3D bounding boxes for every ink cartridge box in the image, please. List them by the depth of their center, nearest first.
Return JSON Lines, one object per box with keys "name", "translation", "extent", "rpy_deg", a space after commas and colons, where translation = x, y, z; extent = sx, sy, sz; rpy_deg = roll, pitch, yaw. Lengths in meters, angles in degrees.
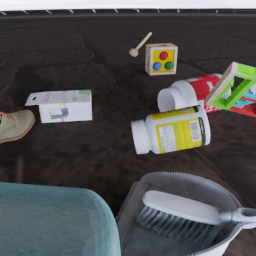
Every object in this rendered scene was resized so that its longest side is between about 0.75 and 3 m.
{"name": "ink cartridge box", "translation": [-1.876, -0.612, 7.811], "extent": [1.700, 0.572, 0.996], "rpy_deg": [-3, 27, -6]}

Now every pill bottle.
{"name": "pill bottle", "translation": [0.828, 0.061, 5.608], "extent": [1.437, 0.821, 0.821], "rpy_deg": [-11, 27, 5]}
{"name": "pill bottle", "translation": [1.814, -0.854, 7.748], "extent": [1.886, 1.059, 1.059], "rpy_deg": [-15, 31, -26]}

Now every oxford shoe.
{"name": "oxford shoe", "translation": [-2.827, -0.087, 6.486], "extent": [0.655, 0.695, 1.860], "rpy_deg": [31, 34, 9]}

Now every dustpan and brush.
{"name": "dustpan and brush", "translation": [1.164, 1.268, 3.903], "extent": [2.840, 0.813, 1.982], "rpy_deg": [9, 29, 17]}

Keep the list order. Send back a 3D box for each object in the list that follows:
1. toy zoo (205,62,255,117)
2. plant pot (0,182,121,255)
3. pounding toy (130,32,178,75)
{"name": "toy zoo", "translation": [3.034, -0.608, 5.912], "extent": [2.368, 1.554, 0.242], "rpy_deg": [15, 71, 1]}
{"name": "plant pot", "translation": [-1.064, 1.554, 1.964], "extent": [2.286, 2.293, 2.335], "rpy_deg": [3, 21, 7]}
{"name": "pounding toy", "translation": [1.023, -2.985, 11.293], "extent": [1.808, 1.588, 0.827], "rpy_deg": [-6, 28, -11]}
